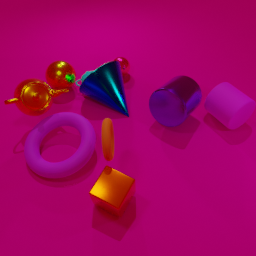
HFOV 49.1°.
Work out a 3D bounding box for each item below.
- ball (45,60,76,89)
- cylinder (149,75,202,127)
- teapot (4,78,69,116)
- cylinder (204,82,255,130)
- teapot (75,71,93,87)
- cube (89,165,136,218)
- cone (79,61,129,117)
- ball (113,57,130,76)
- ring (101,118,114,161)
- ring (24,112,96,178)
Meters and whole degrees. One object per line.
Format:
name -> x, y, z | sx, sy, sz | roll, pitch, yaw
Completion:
ball -> -2.382, -1.851, 9.946 | 1.074, 1.074, 1.074 | 0, 47, 0
cylinder -> 1.489, -0.851, 8.742 | 1.262, 1.262, 1.262 | 27, 41, 23
teapot -> -2.673, -0.923, 8.223 | 1.825, 1.135, 0.894 | -15, 9, -24
cylinder -> 3.198, -0.700, 8.854 | 1.110, 1.110, 1.110 | -25, 51, -21
teapot -> -1.316, -1.783, 10.059 | 1.192, 0.741, 0.584 | -24, 83, -9
cube -> -0.353, 1.557, 6.812 | 0.816, 0.816, 0.816 | 24, 62, 16
cone -> -0.464, -1.047, 9.396 | 1.680, 1.680, 1.686 | -32, 81, -27
ball -> -0.273, -2.338, 10.666 | 0.725, 0.725, 0.725 | 0, 47, 0
ring -> -0.484, 0.284, 6.880 | 0.212, 1.058, 1.058 | -3, 47, 3
ring -> -1.939, 0.440, 7.985 | 2.089, 0.418, 2.089 | -4, 57, 7
